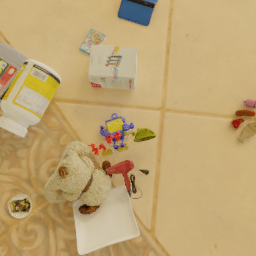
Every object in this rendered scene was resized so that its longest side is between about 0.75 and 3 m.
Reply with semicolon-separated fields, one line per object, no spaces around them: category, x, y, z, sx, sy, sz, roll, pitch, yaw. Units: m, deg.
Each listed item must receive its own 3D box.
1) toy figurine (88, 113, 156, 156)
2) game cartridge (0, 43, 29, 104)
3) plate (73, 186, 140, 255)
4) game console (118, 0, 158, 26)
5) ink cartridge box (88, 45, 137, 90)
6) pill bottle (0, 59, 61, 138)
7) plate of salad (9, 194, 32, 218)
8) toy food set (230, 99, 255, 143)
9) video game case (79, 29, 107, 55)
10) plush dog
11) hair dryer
toy figurine;-0.313;-0.052;10.342;2.421;1.277;1.451;-18;60;14
game cartridge;-5.230;-2.147;11.219;1.658;0.509;2.491;31;80;10
plate;-0.805;3.171;9.717;2.073;0.335;2.068;-17;44;-4
game console;0.430;-5.187;12.019;1.432;0.847;1.222;19;47;4
ink cartridge box;-0.538;-2.307;10.808;1.769;1.285;1.279;5;78;1
pill bottle;-3.738;-1.067;10.440;1.501;1.501;2.680;25;79;5
plate of salad;-3.961;2.871;10.262;0.861;0.207;0.861;0;77;0
toy food set;4.810;-0.470;10.950;2.019;0.318;1.283;-38;80;0
video game case;-1.455;-3.560;11.691;0.753;0.094;1.052;27;79;5
plush dog;-1.530;1.832;9.791;2.084;1.947;2.427;29;77;-15
hair dryer;-0.045;1.707;9.839;1.543;0.419;1.175;24;69;-2
